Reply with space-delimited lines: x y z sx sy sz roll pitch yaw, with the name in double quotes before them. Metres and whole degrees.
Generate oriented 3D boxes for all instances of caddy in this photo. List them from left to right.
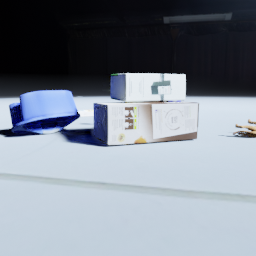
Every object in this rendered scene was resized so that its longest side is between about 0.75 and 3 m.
"caddy" -2.592 -0.377 8.837 1.590 1.180 2.249 -24 -9 41

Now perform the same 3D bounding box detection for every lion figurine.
"lion figurine" 3.868 0.055 8.347 1.473 0.534 0.902 -24 29 -36

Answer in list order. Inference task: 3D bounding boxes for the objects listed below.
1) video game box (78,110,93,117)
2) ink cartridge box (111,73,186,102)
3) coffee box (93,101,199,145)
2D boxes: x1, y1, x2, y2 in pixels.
"video game box" -2.284 -0.759 14.341 1.233 0.289 1.123 -3 11 -20
"ink cartridge box" 0.552 -1.161 8.017 1.825 0.758 1.338 -3 9 -21
"coffee box" 0.470 -0.209 7.834 2.611 1.041 1.493 -3 9 -20
